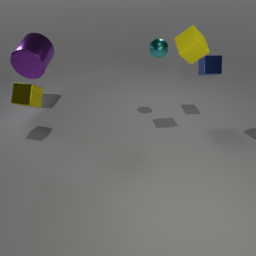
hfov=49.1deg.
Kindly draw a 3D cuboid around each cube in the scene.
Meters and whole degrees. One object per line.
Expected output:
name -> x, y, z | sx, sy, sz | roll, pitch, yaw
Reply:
cube -> -3.325, -1.076, 9.284 | 0.700, 0.700, 0.700 | 8, 0, 14
cube -> 3.182, -2.418, 10.889 | 0.700, 0.700, 0.700 | -1, 7, -5
cube -> 1.951, -2.530, 8.563 | 0.700, 0.700, 0.700 | 23, 48, -44

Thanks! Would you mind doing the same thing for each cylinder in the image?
cylinder -> -3.953, -3.010, 11.693 | 1.400, 1.400, 1.400 | 4, 47, 7

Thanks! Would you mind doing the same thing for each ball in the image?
ball -> 1.110, -2.870, 10.100 | 0.700, 0.700, 0.700 | 0, 29, 0
